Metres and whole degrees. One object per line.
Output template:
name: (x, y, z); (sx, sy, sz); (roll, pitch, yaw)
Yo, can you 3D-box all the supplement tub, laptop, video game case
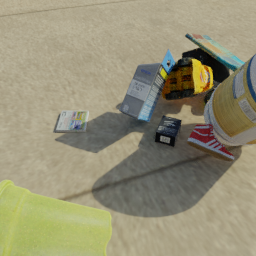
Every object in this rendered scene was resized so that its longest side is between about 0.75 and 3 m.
supplement tub: (3.283, -0.668, 7.052); (1.941, 2.684, 1.941); (4, 71, -13)
laptop: (2.992, -2.282, 10.840); (1.619, 0.938, 1.516); (-9, 59, 30)
video game case: (-1.736, -0.224, 8.868); (0.886, 0.107, 0.973); (0, 40, 0)

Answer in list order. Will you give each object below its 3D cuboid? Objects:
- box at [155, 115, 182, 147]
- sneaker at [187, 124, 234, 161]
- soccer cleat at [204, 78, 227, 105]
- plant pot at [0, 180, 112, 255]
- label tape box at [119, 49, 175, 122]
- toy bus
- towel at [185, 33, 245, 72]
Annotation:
box: (1.195, 0.081, 8.260); (0.612, 0.431, 0.827); (15, 43, 16)
sneaker: (2.268, 0.344, 7.367); (1.276, 0.454, 0.717); (25, 73, 4)
soccer cleat: (3.254, -1.305, 9.517); (0.664, 0.797, 1.967); (42, 55, 18)
plant pot: (-1.353, 2.089, 4.932); (1.977, 2.150, 2.150); (8, 40, -8)
label tape box: (0.602, -1.255, 8.210); (0.648, 2.049, 1.477); (24, 5, 15)
toy bus: (2.138, -1.563, 9.120); (1.722, 1.217, 1.793); (-5, 3, -24)
towel: (3.316, -2.766, 10.159); (2.300, 0.250, 1.687); (45, 35, 22)
